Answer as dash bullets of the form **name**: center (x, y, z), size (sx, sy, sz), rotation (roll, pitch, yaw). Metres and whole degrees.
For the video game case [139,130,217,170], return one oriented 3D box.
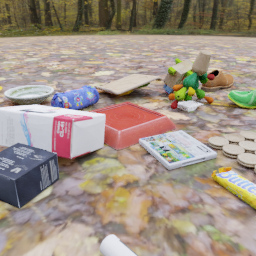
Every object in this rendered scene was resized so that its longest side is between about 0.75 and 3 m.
- **video game case**: center (1.446, 0.606, 8.451), size (1.631, 0.197, 1.790), rotation (-10, 26, -23)

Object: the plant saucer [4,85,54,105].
- **plant saucer**: center (-4.493, -1.462, 12.862), size (2.156, 0.541, 2.156), rotation (0, 23, 0)

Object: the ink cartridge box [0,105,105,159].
- **ink cartridge box**: center (-2.231, 0.019, 8.196), size (2.621, 1.122, 1.934), rotation (10, 11, 19)

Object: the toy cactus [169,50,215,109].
- **toy cactus**: center (2.991, -2.049, 12.054), size (2.984, 2.462, 1.526), rotation (-23, 50, -39)

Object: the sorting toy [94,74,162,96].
- **sorting toy**: center (-0.032, -2.125, 13.851), size (2.678, 0.488, 2.479), rotation (-20, 21, -22)

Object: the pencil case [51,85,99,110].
- **pencil case**: center (-2.218, -1.214, 11.777), size (0.859, 0.956, 2.200), rotation (-7, 13, 41)

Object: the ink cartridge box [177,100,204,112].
- **ink cartridge box**: center (2.672, -0.963, 12.147), size (0.941, 0.236, 0.757), rotation (-10, 24, -32)

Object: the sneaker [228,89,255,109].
- **sneaker**: center (5.711, -1.405, 11.964), size (2.724, 1.138, 1.009), rotation (8, 25, 19)

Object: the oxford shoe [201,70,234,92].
- **oxford shoe**: center (4.999, -2.695, 15.219), size (1.017, 1.017, 2.852), rotation (19, 27, 40)

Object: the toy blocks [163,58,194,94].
- **toy blocks**: center (2.391, -2.395, 13.840), size (1.184, 1.619, 2.369), rotation (41, 40, 14)

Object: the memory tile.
- **memory tile**: center (3.782, 0.712, 8.188), size (1.901, 0.208, 2.480), rotation (-10, 24, -22)

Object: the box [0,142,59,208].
- **box**: center (-2.582, 1.050, 6.637), size (1.308, 0.781, 1.330), rotation (12, 25, 25)

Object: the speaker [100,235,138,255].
- **speaker**: center (-0.050, 2.153, 4.574), size (0.379, 0.379, 0.934), rotation (-20, 29, -38)

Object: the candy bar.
- **candy bar**: center (2.949, 1.580, 6.029), size (0.692, 0.307, 2.774), rotation (-12, 26, -27)

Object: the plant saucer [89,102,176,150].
- **plant saucer**: center (-0.141, -0.280, 10.153), size (2.776, 0.509, 2.771), rotation (-19, 29, -36)
